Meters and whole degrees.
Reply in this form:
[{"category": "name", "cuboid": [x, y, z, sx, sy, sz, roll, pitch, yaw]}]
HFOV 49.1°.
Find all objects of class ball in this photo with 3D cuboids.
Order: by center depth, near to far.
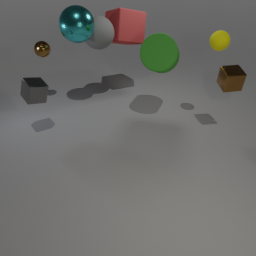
[{"category": "ball", "cuboid": [3.277, -3.114, 9.993, 0.700, 0.700, 0.700, 0, 31, 0]}, {"category": "ball", "cuboid": [-1.998, -4.048, 10.953, 1.400, 1.400, 1.400, 0, 31, 0]}, {"category": "ball", "cuboid": [-1.291, -4.123, 12.137, 1.400, 1.400, 1.400, 0, 31, 0]}, {"category": "ball", "cuboid": [-3.734, -3.433, 12.205, 0.700, 0.700, 0.700, 0, 31, 0]}]

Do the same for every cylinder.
[{"category": "cylinder", "cuboid": [1.264, -2.861, 10.874, 1.400, 1.400, 1.400, 7, 10, 12]}]

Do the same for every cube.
[{"category": "cube", "cuboid": [-3.318, -1.325, 9.921, 0.700, 0.700, 0.700, -11, 42, -40]}, {"category": "cube", "cuboid": [3.698, -1.777, 10.054, 0.700, 0.700, 0.700, -6, 44, -6]}, {"category": "cube", "cuboid": [-0.156, -4.647, 12.963, 1.400, 1.400, 1.400, -4, 15, -32]}]
